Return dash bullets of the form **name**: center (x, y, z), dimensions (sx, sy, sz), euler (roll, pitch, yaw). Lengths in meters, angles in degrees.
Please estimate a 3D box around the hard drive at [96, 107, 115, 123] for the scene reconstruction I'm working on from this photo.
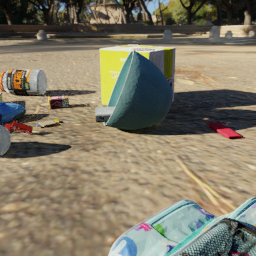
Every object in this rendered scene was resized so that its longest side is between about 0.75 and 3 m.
- **hard drive**: center (-0.137, -0.449, 8.682), dimensions (1.724, 0.283, 1.203), euler (-2, 14, -6)

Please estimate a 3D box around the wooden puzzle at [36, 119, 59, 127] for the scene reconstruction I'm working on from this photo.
- **wooden puzzle**: center (-2.626, -0.144, 9.185), dimensions (0.793, 0.093, 0.535), euler (-11, 19, -27)

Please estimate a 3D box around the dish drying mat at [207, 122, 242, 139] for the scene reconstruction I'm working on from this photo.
- **dish drying mat**: center (2.920, 0.075, 8.559), dimensions (0.475, 0.113, 1.238), euler (-4, 20, -13)

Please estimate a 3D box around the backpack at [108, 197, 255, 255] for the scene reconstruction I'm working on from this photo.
- **backpack**: center (0.781, 1.516, 2.300), dimensions (2.047, 1.817, 1.541), euler (-11, 28, -39)

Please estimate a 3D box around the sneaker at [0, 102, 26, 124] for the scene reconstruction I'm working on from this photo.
- **sneaker**: center (-4.812, -0.665, 9.205), dimensions (2.748, 1.077, 0.906), euler (-9, 20, -27)

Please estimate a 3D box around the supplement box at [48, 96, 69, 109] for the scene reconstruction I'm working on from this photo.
- **supplement box**: center (-2.741, -1.016, 11.063), dimensions (0.768, 0.396, 0.503), euler (-6, 21, -16)

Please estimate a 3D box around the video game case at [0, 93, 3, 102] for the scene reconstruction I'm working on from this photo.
- **video game case**: center (-6.098, -0.847, 10.554), dimensions (2.370, 0.424, 2.148), euler (-7, 21, -17)

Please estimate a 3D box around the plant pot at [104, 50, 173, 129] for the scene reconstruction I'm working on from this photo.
- **plant pot**: center (0.421, -0.941, 8.617), dimensions (1.620, 2.405, 2.405), euler (20, 18, -11)

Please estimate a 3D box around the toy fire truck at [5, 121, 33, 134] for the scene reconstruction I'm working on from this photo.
- **toy fire truck**: center (-3.258, 0.017, 8.344), dimensions (0.792, 0.193, 0.558), euler (19, -28, -15)

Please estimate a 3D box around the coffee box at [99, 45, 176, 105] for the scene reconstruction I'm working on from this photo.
- **coffee box**: center (0.412, -2.075, 11.225), dimensions (2.243, 2.247, 2.222), euler (13, 24, 32)

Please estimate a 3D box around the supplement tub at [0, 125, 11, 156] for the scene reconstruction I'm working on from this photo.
- **supplement tub**: center (-3.718, 0.270, 7.065), dimensions (1.272, 0.779, 0.779), euler (4, 21, 13)

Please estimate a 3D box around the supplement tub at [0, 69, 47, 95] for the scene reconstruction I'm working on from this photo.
- **supplement tub**: center (-4.819, -2.107, 12.881), dimensions (1.907, 1.168, 1.168), euler (1, 20, 4)
